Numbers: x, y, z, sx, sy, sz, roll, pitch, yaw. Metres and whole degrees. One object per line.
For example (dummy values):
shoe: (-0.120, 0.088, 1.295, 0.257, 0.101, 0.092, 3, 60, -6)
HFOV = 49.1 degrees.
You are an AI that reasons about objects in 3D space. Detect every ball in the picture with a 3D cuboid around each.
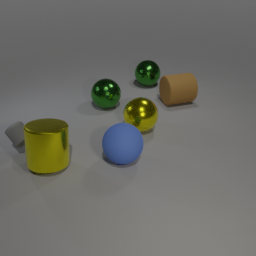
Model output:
ball: (-0.176, 0.524, 9.466, 1.400, 1.400, 1.400, 0, 31, 0)
ball: (-1.024, -1.595, 13.037, 1.400, 1.400, 1.400, 0, 31, 0)
ball: (1.065, -2.983, 15.244, 1.400, 1.400, 1.400, 0, 31, 0)
ball: (0.511, -0.532, 11.240, 1.400, 1.400, 1.400, 0, 31, 0)

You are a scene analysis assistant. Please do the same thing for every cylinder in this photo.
cylinder: (2.395, -1.878, 13.444, 1.400, 1.400, 1.400, -9, 32, -15)
cylinder: (-2.656, 0.551, 9.231, 1.400, 1.400, 1.400, 2, 21, -1)
cylinder: (-3.870, 0.238, 9.975, 0.700, 0.700, 0.700, 50, 46, 4)
